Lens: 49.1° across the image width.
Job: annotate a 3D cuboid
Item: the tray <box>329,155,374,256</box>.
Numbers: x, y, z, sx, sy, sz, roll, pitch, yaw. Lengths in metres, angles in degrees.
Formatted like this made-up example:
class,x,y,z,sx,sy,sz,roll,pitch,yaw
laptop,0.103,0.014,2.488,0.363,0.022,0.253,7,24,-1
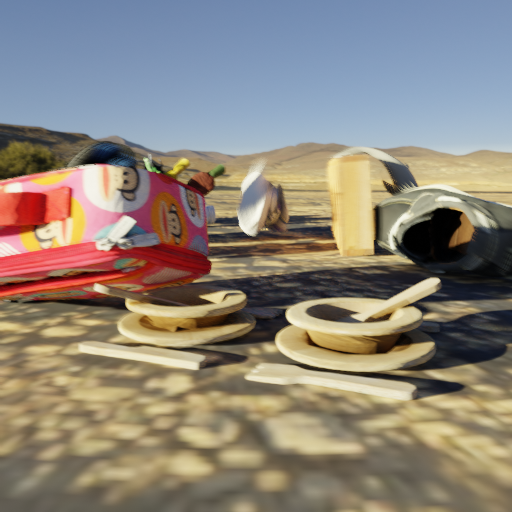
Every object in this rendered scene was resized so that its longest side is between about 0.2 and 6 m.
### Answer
class,x,y,z,sx,sy,sz,roll,pitch,yaw
tray,1.685,-1.001,10.313,0.591,1.574,3.191,-4,8,7

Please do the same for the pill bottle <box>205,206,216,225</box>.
class,x,y,z,sx,sy,sz,roll,pitch,yaw
pill bottle,-1.541,-0.991,13.807,0.997,0.580,0.580,-4,9,-23

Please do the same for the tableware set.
class,x,y,z,sx,sy,sz,roll,pitch,yaw
tableware set,0.074,0.418,4.344,2.529,0.507,1.672,3,9,22

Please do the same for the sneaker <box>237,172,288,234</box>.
class,x,y,z,sx,sy,sz,roll,pitch,yaw
sneaker,0.271,-0.775,11.215,0.704,1.279,1.747,-29,36,23

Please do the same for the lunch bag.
class,x,y,z,sx,sy,sz,roll,pitch,yaw
lunch bag,-1.730,-0.152,4.842,2.382,0.976,2.098,-8,-9,17

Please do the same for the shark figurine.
class,x,y,z,sx,sy,sz,roll,pitch,yaw
shark figurine,2.381,-1.221,9.709,1.205,2.017,0.842,-23,23,43

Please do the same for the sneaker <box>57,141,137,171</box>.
class,x,y,z,sx,sy,sz,roll,pitch,yaw
sneaker,-2.434,-1.275,10.506,1.178,1.804,3.224,39,27,12

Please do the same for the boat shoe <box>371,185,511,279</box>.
class,x,y,z,sx,sy,sz,roll,pitch,yaw
boat shoe,2.336,-0.386,7.670,1.077,1.144,3.186,-2,10,-18

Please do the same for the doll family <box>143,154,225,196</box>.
class,x,y,z,sx,sy,sz,roll,pitch,yaw
doll family,-1.726,-0.682,8.618,1.072,2.733,1.579,44,-3,-11
